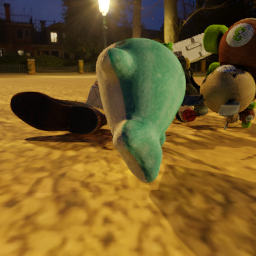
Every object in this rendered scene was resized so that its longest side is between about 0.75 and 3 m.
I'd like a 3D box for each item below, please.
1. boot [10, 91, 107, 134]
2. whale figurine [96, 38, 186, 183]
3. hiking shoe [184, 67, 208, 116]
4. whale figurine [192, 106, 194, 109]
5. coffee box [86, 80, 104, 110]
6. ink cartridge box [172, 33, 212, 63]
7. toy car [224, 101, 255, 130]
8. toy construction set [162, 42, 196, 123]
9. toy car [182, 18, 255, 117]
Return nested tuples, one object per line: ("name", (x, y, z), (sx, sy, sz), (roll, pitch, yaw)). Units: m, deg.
("boot", (-1.606, -0.323, 6.744), (2.303, 0.860, 1.116), (16, 5, 14))
("whale figurine", (0.290, -0.392, 4.039), (1.212, 1.858, 2.335), (-20, 36, 14))
("hiking shoe", (1.460, -1.434, 8.926), (2.676, 1.347, 1.014), (22, 24, 5))
("whale figurine", (1.720, -0.572, 8.304), (0.391, 0.599, 0.753), (32, 32, -23))
("coffee box", (-0.779, -1.205, 9.719), (0.979, 0.683, 1.713), (19, 21, -6))
("ink cartridge box", (1.775, -2.289, 8.546), (1.555, 0.655, 1.135), (-24, 6, -14))
("toy car", (2.651, -0.283, 6.883), (0.832, 0.683, 0.656), (-29, 43, -32))
("toy construction set", (0.552, -1.063, 6.972), (2.289, 2.109, 2.744), (3, 13, 15))
("toy car", (2.142, -1.048, 5.922), (1.958, 1.881, 2.384), (20, 47, 42))
